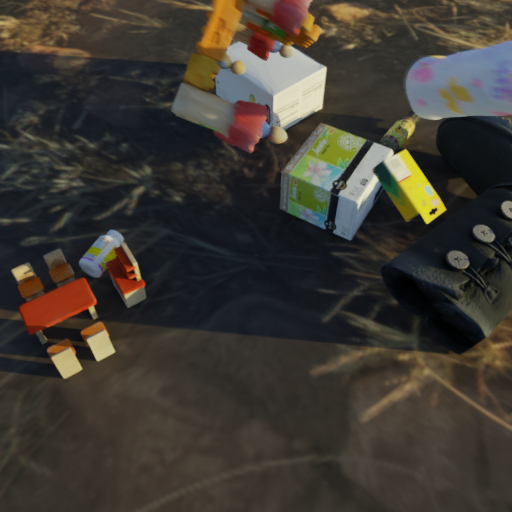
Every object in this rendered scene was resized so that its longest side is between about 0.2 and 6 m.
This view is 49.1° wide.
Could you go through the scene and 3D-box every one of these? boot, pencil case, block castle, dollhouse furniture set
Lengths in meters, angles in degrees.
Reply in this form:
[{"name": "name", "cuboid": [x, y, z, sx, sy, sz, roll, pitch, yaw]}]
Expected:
[{"name": "boot", "cuboid": [3.570, -0.653, 9.831, 4.023, 1.321, 3.316, -40, 59, -20]}, {"name": "pencil case", "cuboid": [2.909, -2.251, 7.212, 0.975, 0.894, 2.150, -30, 20, -12]}, {"name": "block castle", "cuboid": [-0.157, -2.919, 8.758, 1.649, 2.348, 3.514, 20, 10, -11]}, {"name": "dollhouse furniture set", "cuboid": [-2.790, 0.617, 8.935, 1.893, 0.986, 1.913, -27, 57, -19]}]

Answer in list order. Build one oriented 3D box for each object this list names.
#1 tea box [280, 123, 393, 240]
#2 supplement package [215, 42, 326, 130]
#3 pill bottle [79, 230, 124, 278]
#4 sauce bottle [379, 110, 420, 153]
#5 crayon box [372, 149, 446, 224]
[{"name": "tea box", "cuboid": [1.466, -1.406, 10.418, 1.542, 1.048, 1.568, 24, 57, 19]}, {"name": "supplement package", "cuboid": [0.271, -3.801, 12.208, 1.520, 1.082, 1.952, -35, 60, -24]}, {"name": "pill bottle", "cuboid": [-2.677, -0.056, 9.791, 0.437, 0.437, 0.839, 21, 55, 15]}, {"name": "sauce bottle", "cuboid": [3.054, -2.644, 11.757, 0.416, 0.416, 1.287, 29, 59, 20]}, {"name": "crayon box", "cuboid": [2.324, -1.002, 8.492, 0.719, 0.288, 1.133, -28, 83, -42]}]
